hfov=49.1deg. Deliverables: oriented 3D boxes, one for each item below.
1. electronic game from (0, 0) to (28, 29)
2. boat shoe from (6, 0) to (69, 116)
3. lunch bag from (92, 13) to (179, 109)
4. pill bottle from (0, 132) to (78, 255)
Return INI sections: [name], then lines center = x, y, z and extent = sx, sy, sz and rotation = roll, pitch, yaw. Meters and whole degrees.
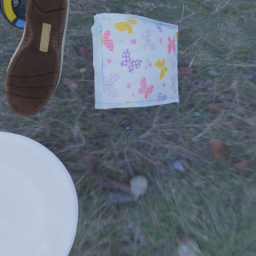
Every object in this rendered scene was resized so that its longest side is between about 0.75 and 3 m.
[electronic game]
center = -2.824, -3.818, 8.203
extent = 0.414, 1.991, 1.991
rotation = 42, 63, 18
[boat shoe]
center = -1.969, -1.753, 6.457
extent = 1.115, 3.020, 1.117
rotation = 19, 18, -16
[lunch bag]
center = 0.066, -1.450, 6.390
extent = 1.451, 1.936, 2.283
rotation = 4, 11, 40
[pill bottle]
center = -1.567, 1.116, 3.880
extent = 1.692, 2.829, 1.692
rotation = 2, 77, -11
